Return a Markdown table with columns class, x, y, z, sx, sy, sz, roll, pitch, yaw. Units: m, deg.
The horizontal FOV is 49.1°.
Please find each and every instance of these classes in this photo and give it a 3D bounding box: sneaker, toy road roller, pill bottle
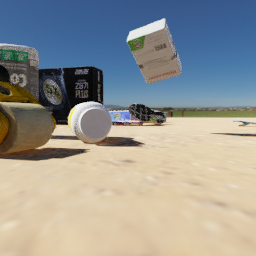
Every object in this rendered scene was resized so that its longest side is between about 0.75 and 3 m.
| class | x | y | z | sx | sy | sz | roll | pitch | yaw |
| --- | --- | --- | --- | --- | --- | --- | --- | --- | --- |
| sneaker | 0.720 | -0.503 | 12.187 | 1.887 | 0.726 | 0.801 | 19 | -17 | -32 |
| toy road roller | -1.707 | -0.082 | 3.215 | 1.486 | 1.085 | 0.913 | 40 | 15 | 15 |
| pill bottle | -0.582 | -0.094 | 4.233 | 0.592 | 0.592 | 1.135 | -1 | 4 | -15 |
| pill bottle | -2.184 | -0.687 | 5.339 | 0.930 | 1.644 | 0.930 | 1 | 6 | 0 |

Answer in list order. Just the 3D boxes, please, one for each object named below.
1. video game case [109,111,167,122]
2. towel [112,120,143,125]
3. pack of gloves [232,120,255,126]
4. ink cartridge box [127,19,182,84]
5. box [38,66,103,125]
| class | x | y | z | sx | sy | sz | roll | pitch | yaw |
| --- | --- | --- | --- | --- | --- | --- | --- | --- | --- |
| video game case | 0.371 | -0.640 | 15.905 | 2.488 | 0.624 | 2.745 | -2 | 3 | -34 |
| towel | -0.126 | -0.204 | 11.848 | 1.325 | 0.151 | 0.954 | -3 | 5 | -20 |
| pack of gloves | 4.345 | -0.108 | 9.949 | 1.152 | 0.227 | 0.968 | 10 | 2 | 36 |
| ink cartridge box | 0.610 | -1.645 | 6.168 | 0.845 | 1.157 | 0.488 | -12 | 40 | 23 |
| box | -2.534 | -1.304 | 11.810 | 2.837 | 2.323 | 1.222 | 1 | 2 | 15 |
